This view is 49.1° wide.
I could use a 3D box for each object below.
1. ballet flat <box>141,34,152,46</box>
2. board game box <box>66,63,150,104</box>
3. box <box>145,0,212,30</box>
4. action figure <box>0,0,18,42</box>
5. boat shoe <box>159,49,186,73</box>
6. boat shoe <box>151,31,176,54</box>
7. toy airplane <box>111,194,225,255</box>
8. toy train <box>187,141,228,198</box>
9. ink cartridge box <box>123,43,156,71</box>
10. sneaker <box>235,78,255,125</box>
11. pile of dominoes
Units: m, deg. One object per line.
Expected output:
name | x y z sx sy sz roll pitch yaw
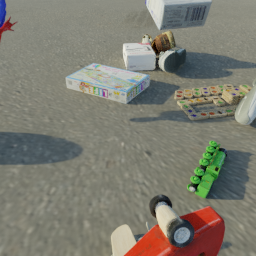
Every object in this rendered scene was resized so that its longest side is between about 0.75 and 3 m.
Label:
ballet flat | 0.901 -4.283 14.153 0.703 0.651 1.994 1 33 2
board game box | -0.731 -1.720 10.360 2.582 0.442 1.736 18 37 25
box | 1.640 -4.283 9.529 1.648 0.940 1.792 -9 54 -11
action figure | -3.497 -2.786 7.571 0.746 2.887 0.944 17 5 -33
boat shoe | 1.799 -2.904 11.879 0.768 0.882 2.395 10 30 27
boat shoe | 1.442 -3.795 12.702 0.858 0.915 2.542 -20 10 0
toy airplane | 0.261 2.136 3.702 2.146 1.521 2.156 -25 25 39
toy train | 1.866 0.893 6.406 0.517 0.383 1.833 25 39 18
ink cartridge box | 0.467 -3.170 12.361 1.247 0.726 1.712 -4 35 -5
sneaker | 4.261 -0.953 8.525 1.175 1.031 2.931 41 56 8
pile of dominoes | 2.916 -1.079 9.399 2.610 0.416 2.034 -8 34 -13
